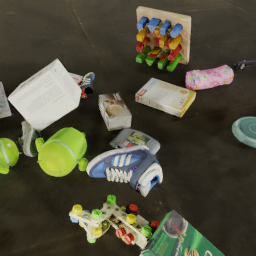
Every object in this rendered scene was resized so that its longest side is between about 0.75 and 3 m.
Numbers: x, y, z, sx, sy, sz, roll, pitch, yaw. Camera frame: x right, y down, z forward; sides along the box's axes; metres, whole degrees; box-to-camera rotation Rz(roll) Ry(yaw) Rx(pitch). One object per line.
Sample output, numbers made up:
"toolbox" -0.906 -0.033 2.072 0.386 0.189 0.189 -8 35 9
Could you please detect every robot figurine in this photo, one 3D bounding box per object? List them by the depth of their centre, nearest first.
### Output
"robot figurine" -2.161 0.776 9.389 1.854 1.223 2.113 26 27 1
"robot figurine" -4.559 1.005 9.478 1.801 1.042 1.580 -23 46 -22

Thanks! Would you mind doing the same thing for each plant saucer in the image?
"plant saucer" 5.070 0.088 11.101 1.772 0.243 1.772 0 43 0

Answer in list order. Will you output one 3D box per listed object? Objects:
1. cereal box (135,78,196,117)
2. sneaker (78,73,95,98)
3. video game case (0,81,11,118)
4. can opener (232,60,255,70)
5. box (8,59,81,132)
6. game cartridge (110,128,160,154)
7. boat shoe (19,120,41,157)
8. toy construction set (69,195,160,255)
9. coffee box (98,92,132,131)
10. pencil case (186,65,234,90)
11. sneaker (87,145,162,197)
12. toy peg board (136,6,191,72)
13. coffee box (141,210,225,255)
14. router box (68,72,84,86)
"cereal box" 1.687 -1.418 12.597 2.264 0.448 1.629 23 47 23
"sneaker" -1.820 -1.958 13.116 0.698 0.619 1.652 14 54 18
"video game case" -6.587 -1.050 12.311 2.368 0.286 2.597 -19 45 -19
"can opener" 6.262 -3.382 14.760 1.500 0.476 0.590 -11 42 -12
"box" -3.040 -1.284 10.664 1.923 1.655 1.932 -32 23 10
"game cartridge" 0.292 0.585 10.503 1.651 0.337 1.099 24 43 24
"boat shoe" -3.708 0.338 10.468 0.681 0.783 2.125 -16 40 -4
"toy construction set" -0.163 2.830 7.324 1.738 1.221 2.651 -10 45 -47
"coffee box" -0.575 -0.714 11.629 0.941 0.656 1.646 -10 44 -16
"pencil case" 3.831 -2.390 13.298 2.251 0.984 0.984 -11 43 -13
"sneaker" -0.041 1.479 8.724 2.232 0.899 1.634 -16 46 -12
"toy peg board" 1.597 -4.350 14.327 2.807 2.795 1.373 21 61 22
"coffee box" 1.541 3.231 6.793 2.198 0.483 1.351 43 51 6
"router box" -3.471 -1.962 13.127 2.220 0.542 1.993 19 46 20
